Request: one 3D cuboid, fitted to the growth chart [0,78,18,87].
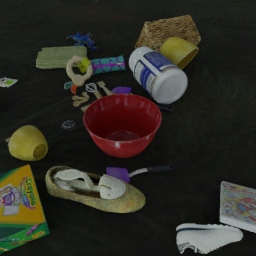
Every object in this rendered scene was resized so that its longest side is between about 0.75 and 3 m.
[{"bbox_3d":[-5.572,-2.066,12.595,1.037,0.092,0.750,10,41,10],"label":"growth chart"}]

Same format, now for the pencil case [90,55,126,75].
[{"bbox_3d":[-0.956,-2.961,13.138,1.668,0.710,0.771,-12,14,-12],"label":"pencil case"}]

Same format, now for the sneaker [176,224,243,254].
[{"bbox_3d":[1.975,2.714,6.779,1.590,0.607,0.640,-2,51,5],"label":"sneaker"}]

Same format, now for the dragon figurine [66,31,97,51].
[{"bbox_3d":[-2.616,-4.735,15.249,2.184,0.643,1.086,13,42,12],"label":"dragon figurine"}]

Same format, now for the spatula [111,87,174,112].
[{"bbox_3d":[0.517,-1.141,11.341,2.894,0.297,0.818,20,54,20],"label":"spatula"}]

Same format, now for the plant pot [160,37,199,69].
[{"bbox_3d":[2.152,-3.379,12.627,1.668,1.668,1.184,-34,79,-33],"label":"plant pot"}]

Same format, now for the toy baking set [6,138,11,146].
[{"bbox_3d":[-3.592,0.417,9.673,1.227,0.143,0.942,22,45,23],"label":"toy baking set"}]

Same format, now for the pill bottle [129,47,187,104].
[{"bbox_3d":[1.148,-2.299,11.733,1.550,1.550,2.679,-16,44,-18],"label":"pill bottle"}]

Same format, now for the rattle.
[{"bbox_3d":[-2.328,-2.217,12.554,1.187,1.302,1.823,16,76,-29],"label":"rattle"}]

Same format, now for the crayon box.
[{"bbox_3d":[-2.970,2.042,7.426,1.240,0.608,2.088,-18,44,-19],"label":"crayon box"}]

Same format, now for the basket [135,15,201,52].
[{"bbox_3d":[2.074,-4.266,14.538,2.785,2.075,1.988,-16,76,-18],"label":"basket"}]

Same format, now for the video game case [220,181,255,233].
[{"bbox_3d":[3.367,2.108,7.243,1.893,0.217,1.723,13,23,14],"label":"video game case"}]

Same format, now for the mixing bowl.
[{"bbox_3d":[-0.168,0.076,9.169,2.437,1.320,2.437,0,42,0],"label":"mixing bowl"}]

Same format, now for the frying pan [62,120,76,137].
[{"bbox_3d":[-2.271,-0.031,10.219,0.529,0.142,0.875,22,42,24],"label":"frying pan"}]

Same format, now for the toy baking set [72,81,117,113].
[{"bbox_3d":[-1.341,-1.360,11.564,1.641,0.249,2.138,22,48,25],"label":"toy baking set"}]

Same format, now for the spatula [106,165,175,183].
[{"bbox_3d":[0.426,1.339,8.555,2.126,0.218,0.601,-7,43,-8],"label":"spatula"}]

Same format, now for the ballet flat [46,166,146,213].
[{"bbox_3d":[-0.939,1.617,7.677,2.871,1.015,1.015,9,42,10],"label":"ballet flat"}]

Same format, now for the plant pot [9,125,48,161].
[{"bbox_3d":[-2.969,0.579,8.714,0.797,1.122,1.122,25,47,29],"label":"plant pot"}]

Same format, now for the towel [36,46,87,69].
[{"bbox_3d":[-3.280,-3.533,14.007,2.535,0.462,1.881,-6,40,-6],"label":"towel"}]
